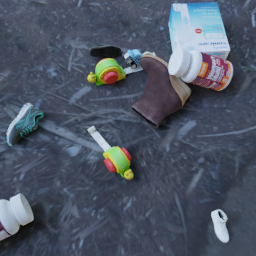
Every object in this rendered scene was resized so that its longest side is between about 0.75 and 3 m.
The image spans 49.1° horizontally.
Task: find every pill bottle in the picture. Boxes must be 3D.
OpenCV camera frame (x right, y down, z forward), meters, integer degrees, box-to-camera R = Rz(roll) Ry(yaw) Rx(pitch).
[{"bbox_3d":[2.715,-2.215,10.535,2.186,1.198,1.198,11,61,-20],"label":"pill bottle"},{"bbox_3d":[-3.997,2.854,8.408,2.021,1.107,1.107,-26,66,-13],"label":"pill bottle"}]

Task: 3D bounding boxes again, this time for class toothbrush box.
[{"bbox_3d":[2.884,-3.866,11.777,1.999,1.164,2.730,-2,65,-1],"label":"toothbrush box"}]

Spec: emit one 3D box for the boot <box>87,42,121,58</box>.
[{"bbox_3d":[-1.051,-3.448,11.981,1.369,0.530,0.947,-2,38,-22],"label":"boot"}]

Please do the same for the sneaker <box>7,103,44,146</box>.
[{"bbox_3d":[-3.704,-0.088,10.171,0.807,0.686,1.768,20,66,6],"label":"sneaker"}]

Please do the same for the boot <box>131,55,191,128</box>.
[{"bbox_3d":[0.884,-1.487,10.685,2.175,0.946,2.615,-41,73,-20],"label":"boot"}]

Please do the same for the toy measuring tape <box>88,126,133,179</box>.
[{"bbox_3d":[-0.632,0.733,9.625,0.915,0.915,2.488,-34,68,-16],"label":"toy measuring tape"}]

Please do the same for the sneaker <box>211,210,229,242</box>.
[{"bbox_3d":[2.892,3.013,8.636,0.359,0.563,0.974,-14,66,-9],"label":"sneaker"}]

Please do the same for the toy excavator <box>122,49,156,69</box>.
[{"bbox_3d":[0.501,-2.927,11.533,1.120,1.089,0.559,-35,49,13],"label":"toy excavator"}]

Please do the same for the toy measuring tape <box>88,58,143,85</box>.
[{"bbox_3d":[-0.310,-2.443,11.180,2.764,1.017,1.017,-21,65,-10],"label":"toy measuring tape"}]
